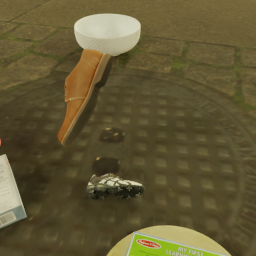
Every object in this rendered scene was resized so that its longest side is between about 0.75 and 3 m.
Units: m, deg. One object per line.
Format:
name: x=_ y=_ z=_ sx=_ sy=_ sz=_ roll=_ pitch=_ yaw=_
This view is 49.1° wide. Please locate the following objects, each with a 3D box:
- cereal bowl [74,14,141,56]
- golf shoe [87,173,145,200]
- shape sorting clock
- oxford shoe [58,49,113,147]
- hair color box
cereal bowl: x=-0.895 y=-4.085 z=12.665 sx=2.968 sy=1.236 sz=2.968 roll=0 pitch=41 yaw=0
golf shoe: x=-0.288 y=1.351 z=6.832 sx=1.403 sy=0.546 sz=0.663 roll=1 pitch=40 yaw=0
shape sorting clock: x=0.779 y=2.921 z=4.967 sx=2.761 sy=0.542 sz=2.761 roll=-3 pitch=36 yaw=2
oxford shoe: x=-1.402 y=-0.880 z=7.898 sx=1.019 sy=1.020 sz=2.860 roll=21 pitch=81 yaw=4
hair color box: x=-3.113 y=1.492 z=6.662 sx=0.873 sy=0.535 sz=1.763 roll=-20 pitch=45 yaw=-22
